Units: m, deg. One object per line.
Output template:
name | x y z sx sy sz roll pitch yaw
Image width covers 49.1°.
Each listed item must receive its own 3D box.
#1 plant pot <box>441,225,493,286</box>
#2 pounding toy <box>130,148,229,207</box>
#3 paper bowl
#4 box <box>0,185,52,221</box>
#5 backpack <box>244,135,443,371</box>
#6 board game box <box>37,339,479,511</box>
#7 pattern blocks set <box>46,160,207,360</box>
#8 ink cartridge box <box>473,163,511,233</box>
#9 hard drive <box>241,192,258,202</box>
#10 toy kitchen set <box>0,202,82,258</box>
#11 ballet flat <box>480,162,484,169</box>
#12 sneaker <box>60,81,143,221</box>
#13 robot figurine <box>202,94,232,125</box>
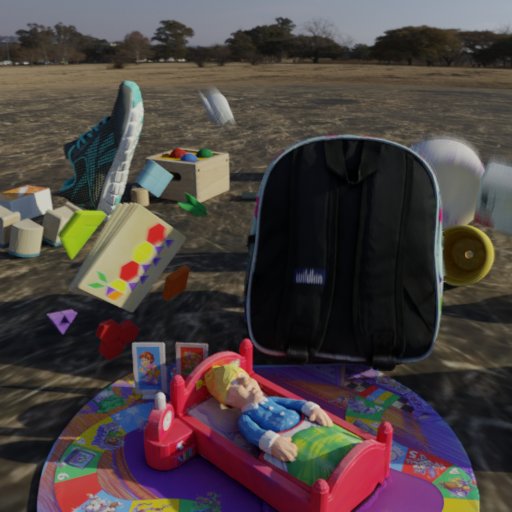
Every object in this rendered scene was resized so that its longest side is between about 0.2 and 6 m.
plant pot | 3.621 -0.021 9.744 1.034 1.034 0.973 14 9 31
pounding toy | -2.338 -2.128 14.628 2.274 1.184 2.588 11 24 26
paper bowl | 3.030 -1.230 9.665 1.696 1.696 0.882 0 43 0
box | -5.517 -1.206 13.128 0.744 0.583 1.195 10 24 23
backpack | 1.151 -0.086 7.378 2.491 2.806 2.112 2 0 7
board game box | 0.020 1.686 5.563 4.271 0.832 3.375 -1 22 -2
pattern blocks set | -1.572 0.062 6.907 2.332 2.049 0.189 -49 51 -8
ink cartridge box | 3.526 -0.822 8.034 0.629 0.863 0.357 22 52 30
hard drive | 0.020 -1.528 14.545 0.807 0.133 0.563 1 22 3
toy kitchen set | -4.943 -0.654 11.480 2.087 1.230 1.672 28 29 12
ballet flat | 5.264 -2.027 14.992 2.530 0.719 0.841 -19 30 -39
sneaker | -3.343 -2.266 11.916 1.431 3.136 1.217 18 23 -12
robot figurine | -0.688 -2.604 9.912 0.598 0.398 0.705 23 33 -31
